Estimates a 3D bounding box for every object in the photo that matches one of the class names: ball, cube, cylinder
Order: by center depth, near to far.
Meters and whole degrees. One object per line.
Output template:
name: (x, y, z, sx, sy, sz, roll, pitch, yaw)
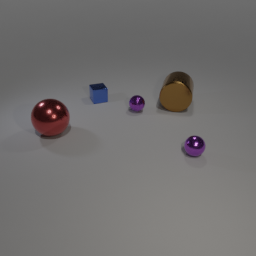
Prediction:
ball: (2.233, 0.597, 9.363, 0.700, 0.700, 0.700, 0, 31, 0)
ball: (-2.869, -0.391, 10.387, 1.400, 1.400, 1.400, 0, 31, 0)
ball: (0.389, -1.070, 12.099, 0.700, 0.700, 0.700, 0, 31, 0)
cylinder: (2.176, -1.629, 12.434, 1.400, 1.400, 1.400, 7, 32, 12)
cube: (-1.377, -1.625, 13.106, 0.700, 0.700, 0.700, -11, 35, -19)
